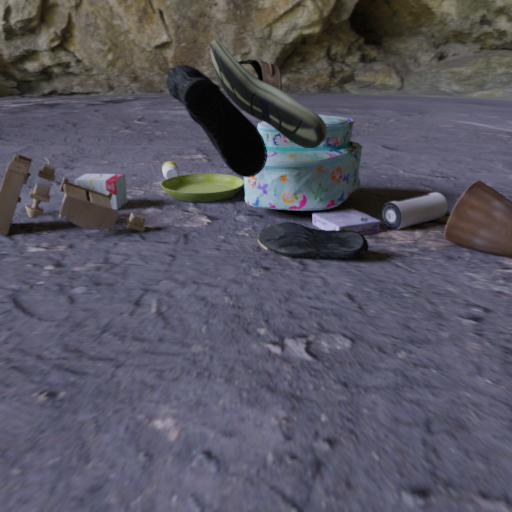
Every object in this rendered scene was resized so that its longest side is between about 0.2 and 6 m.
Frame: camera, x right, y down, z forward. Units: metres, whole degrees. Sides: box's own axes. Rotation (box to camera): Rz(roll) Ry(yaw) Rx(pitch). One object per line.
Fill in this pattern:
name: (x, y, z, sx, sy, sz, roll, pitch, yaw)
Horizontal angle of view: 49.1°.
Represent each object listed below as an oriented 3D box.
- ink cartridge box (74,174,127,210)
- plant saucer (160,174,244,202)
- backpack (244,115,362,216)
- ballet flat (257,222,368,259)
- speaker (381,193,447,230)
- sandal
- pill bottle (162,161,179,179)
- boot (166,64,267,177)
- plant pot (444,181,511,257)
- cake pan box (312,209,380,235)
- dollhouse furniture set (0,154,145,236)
ink cartridge box: (-4.154, -1.731, 15.020, 1.119, 0.813, 0.810, 2, 21, 6)
plant saucer: (-1.549, -1.964, 16.271, 2.410, 0.374, 2.410, 0, 22, 0)
backpack: (1.182, -2.375, 14.663, 2.978, 2.525, 3.354, 5, 27, 21)
ballet flat: (1.142, -0.216, 11.624, 2.338, 0.777, 0.664, 7, -22, 19)
speaker: (3.851, -1.091, 13.575, 1.664, 0.676, 0.676, -14, 25, -31)
sandal: (0.256, -3.166, 10.800, 2.913, 0.831, 1.157, 39, -13, 10)
pill bottle: (-2.752, -2.713, 18.039, 0.510, 0.510, 0.916, -4, 22, -11)
boot: (-0.874, -3.078, 12.553, 0.993, 2.638, 1.972, -38, 31, 0)
plant pot: (4.983, -0.600, 11.624, 1.523, 1.423, 1.423, 34, 36, 31)
cake pan box: (2.105, -0.798, 13.292, 1.151, 0.327, 1.250, -8, 22, -25)
dollhouse furniture set: (-4.581, -1.026, 13.676, 3.174, 1.550, 2.707, 18, 14, -24)
